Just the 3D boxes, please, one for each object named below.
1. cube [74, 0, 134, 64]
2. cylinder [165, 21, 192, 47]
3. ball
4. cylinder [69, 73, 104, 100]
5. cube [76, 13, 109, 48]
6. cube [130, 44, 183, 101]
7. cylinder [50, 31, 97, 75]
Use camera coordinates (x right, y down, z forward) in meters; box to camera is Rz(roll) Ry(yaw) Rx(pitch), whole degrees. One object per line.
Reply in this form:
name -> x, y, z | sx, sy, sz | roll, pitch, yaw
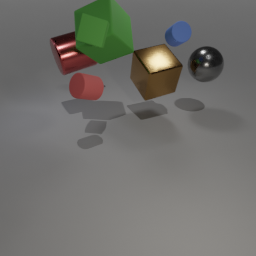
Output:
cube -> -0.781, -3.173, 9.254 | 1.400, 1.400, 1.400 | -13, -16, 26
cylinder -> 1.693, -3.185, 9.512 | 0.700, 0.700, 0.700 | -7, 6, -12
ball -> 3.078, -2.522, 11.132 | 1.400, 1.400, 1.400 | 0, 29, 0
cylinder -> -1.163, -1.148, 7.838 | 0.700, 0.700, 0.700 | 25, 15, 38
cube -> -0.937, -2.595, 7.536 | 0.700, 0.700, 0.700 | 16, 14, -5
cube -> 1.038, -2.150, 10.792 | 1.400, 1.400, 1.400 | -18, 57, -18
cylinder -> -2.030, -2.862, 10.543 | 1.400, 1.400, 1.400 | -22, 34, -16
